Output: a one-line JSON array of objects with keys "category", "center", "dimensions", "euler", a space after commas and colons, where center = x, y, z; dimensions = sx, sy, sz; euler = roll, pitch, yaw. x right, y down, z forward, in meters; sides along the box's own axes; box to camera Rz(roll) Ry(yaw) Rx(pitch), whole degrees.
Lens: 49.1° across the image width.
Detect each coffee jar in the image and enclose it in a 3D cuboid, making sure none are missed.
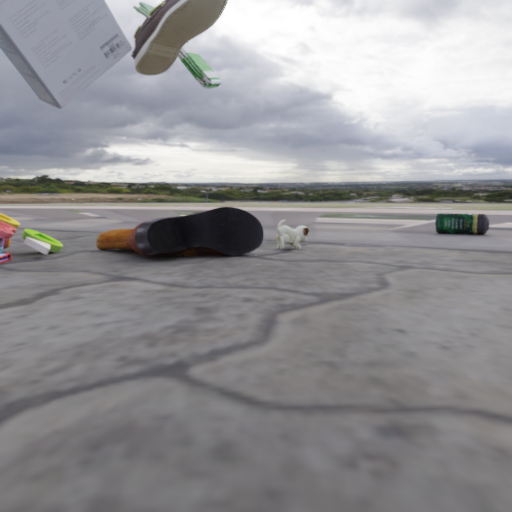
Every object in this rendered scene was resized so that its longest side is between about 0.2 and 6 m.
[{"category": "coffee jar", "center": [4.740, -0.734, 12.874], "dimensions": [1.131, 0.483, 0.590], "euler": [3, 2, 30]}]

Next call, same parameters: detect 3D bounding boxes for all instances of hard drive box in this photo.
[{"category": "hard drive box", "center": [-2.985, -3.427, 8.050], "dimensions": [0.762, 1.985, 1.547], "euler": [29, 68, 39]}]

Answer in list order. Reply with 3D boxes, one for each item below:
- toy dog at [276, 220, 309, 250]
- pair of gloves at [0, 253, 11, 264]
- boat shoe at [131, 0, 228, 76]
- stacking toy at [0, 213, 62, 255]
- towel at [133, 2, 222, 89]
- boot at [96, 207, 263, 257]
[{"category": "toy dog", "center": [0.633, -0.357, 9.580], "dimensions": [0.551, 0.534, 0.385], "euler": [-7, -5, -12]}, {"category": "pair of gloves", "center": [-4.225, 0.044, 7.323], "dimensions": [1.577, 0.223, 1.961], "euler": [0, 7, 2]}, {"category": "boat shoe", "center": [-1.279, -3.761, 8.897], "dimensions": [0.816, 0.676, 2.272], "euler": [-2, -18, -41]}, {"category": "stacking toy", "center": [-3.792, -0.147, 8.612], "dimensions": [1.339, 0.625, 1.479], "euler": [26, 1, -11]}, {"category": "towel", "center": [-1.540, -4.270, 11.487], "dimensions": [0.241, 2.062, 1.573], "euler": [-41, 10, 16]}, {"category": "boot", "center": [-1.249, -0.261, 9.071], "dimensions": [2.096, 0.762, 2.226], "euler": [-13, 5, -31]}]
